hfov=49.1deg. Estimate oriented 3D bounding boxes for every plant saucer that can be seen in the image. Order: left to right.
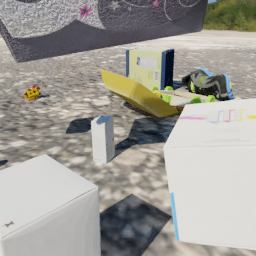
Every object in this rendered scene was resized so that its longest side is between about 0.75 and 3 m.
[{"bbox_3d":[0.232,-0.961,8.427,1.936,0.469,1.935,29,1,-39],"label":"plant saucer"}]

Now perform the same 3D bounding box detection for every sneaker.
[{"bbox_3d":[2.874,-1.496,10.310,1.182,1.011,2.852,-21,25,-7],"label":"sneaker"}]

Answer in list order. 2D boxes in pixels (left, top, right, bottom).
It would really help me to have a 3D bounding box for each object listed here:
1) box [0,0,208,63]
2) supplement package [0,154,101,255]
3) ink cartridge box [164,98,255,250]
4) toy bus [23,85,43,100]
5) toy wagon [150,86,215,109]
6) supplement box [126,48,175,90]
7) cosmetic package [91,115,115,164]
[{"bbox_3d":[-0.392,-2.063,3.394,2.594,1.714,1.488,-11,59,-3],"label":"box"},{"bbox_3d":[-0.847,1.163,2.633,0.895,1.476,0.884,21,30,40],"label":"supplement package"},{"bbox_3d":[1.508,0.467,4.241,1.391,1.427,2.221,-3,18,21],"label":"ink cartridge box"},{"bbox_3d":[-3.415,-1.245,10.204,0.723,0.374,0.683,-29,-2,1],"label":"toy bus"},{"bbox_3d":[1.509,-0.948,8.850,2.349,0.465,1.823,-8,20,-43],"label":"toy wagon"},{"bbox_3d":[0.865,-2.291,11.113,1.640,1.642,1.102,10,24,25],"label":"supplement box"},{"bbox_3d":[-0.505,0.229,5.790,0.328,0.887,0.451,8,23,20],"label":"cosmetic package"}]
